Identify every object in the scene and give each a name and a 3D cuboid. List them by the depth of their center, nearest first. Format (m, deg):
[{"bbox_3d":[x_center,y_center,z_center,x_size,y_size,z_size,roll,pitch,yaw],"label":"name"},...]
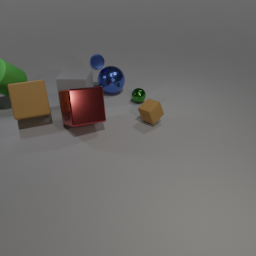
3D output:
[{"bbox_3d":[-1.843,-0.890,11.217,1.400,1.400,1.400,-10,10,-27],"label":"cube"},{"bbox_3d":[-4.089,-1.135,11.702,1.400,1.400,1.400,-11,3,-17],"label":"cube"},{"bbox_3d":[0.963,-0.701,11.712,0.700,0.700,0.700,22,58,44],"label":"cube"},{"bbox_3d":[-5.501,-2.207,12.461,1.400,1.400,1.400,16,-5,23],"label":"cylinder"},{"bbox_3d":[-2.461,-1.930,13.302,1.400,1.400,1.400,1,30,4],"label":"cube"},{"bbox_3d":[0.515,-1.578,13.491,0.700,0.700,0.700,0,32,0],"label":"ball"},{"bbox_3d":[-1.545,-3.241,13.852,0.700,0.700,0.700,-7,6,-11],"label":"cylinder"},{"bbox_3d":[-0.853,-2.443,14.230,1.400,1.400,1.400,0,32,0],"label":"ball"}]
